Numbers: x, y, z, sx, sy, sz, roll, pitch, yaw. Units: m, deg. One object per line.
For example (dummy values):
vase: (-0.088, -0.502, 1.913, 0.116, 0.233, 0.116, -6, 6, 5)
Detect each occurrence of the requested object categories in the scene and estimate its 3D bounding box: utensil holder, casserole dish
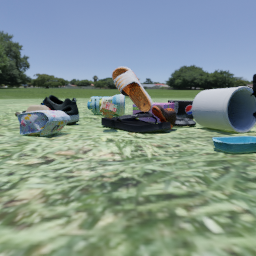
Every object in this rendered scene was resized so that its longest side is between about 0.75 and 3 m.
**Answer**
utensil holder: (3.043, -0.589, 8.926, 1.379, 1.379, 1.623, -4, 5, -26)
casserole dish: (2.391, 0.347, 5.935, 1.250, 0.243, 0.757, -1, 7, -15)

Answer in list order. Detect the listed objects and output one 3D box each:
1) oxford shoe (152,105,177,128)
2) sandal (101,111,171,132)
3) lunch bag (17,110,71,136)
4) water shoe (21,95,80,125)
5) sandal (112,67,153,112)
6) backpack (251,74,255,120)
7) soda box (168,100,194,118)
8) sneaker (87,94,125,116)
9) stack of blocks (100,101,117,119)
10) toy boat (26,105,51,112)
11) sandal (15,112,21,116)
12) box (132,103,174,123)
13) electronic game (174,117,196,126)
oxford shoe: (1.159, -0.462, 8.700, 0.520, 0.530, 1.461, 39, 0, 28)
sandal: (0.110, -0.262, 9.071, 2.763, 0.592, 1.051, 8, 10, 42)
lunch bag: (-2.378, -0.160, 8.017, 1.151, 0.731, 0.976, -8, 2, 23)
water shoe: (-3.045, -0.749, 10.968, 2.768, 1.092, 0.989, 4, 8, 25)
sandal: (0.096, -1.300, 9.183, 1.917, 0.734, 0.549, 51, 23, 15)
backpack: (3.990, -0.599, 6.103, 2.253, 2.181, 2.685, -1, -1, 8)
soda box: (3.114, -0.865, 12.864, 2.504, 0.793, 0.886, 1, 7, -8)
sneaker: (-1.149, -1.167, 14.409, 1.807, 1.101, 2.768, 1, -2, -12)
stack of blocks: (-0.643, -0.558, 8.782, 0.450, 0.229, 0.781, 17, -18, -8)
toy boat: (-3.096, -0.348, 9.993, 1.203, 0.785, 0.786, 6, -20, 38)
sandal: (-4.833, -0.801, 13.918, 1.594, 0.435, 0.651, 1, 8, 7)
box: (1.095, -0.678, 11.792, 1.349, 0.742, 1.534, 4, 9, 25)
electronic game: (1.843, -0.206, 10.065, 1.203, 0.250, 1.203, 2, 10, 0)
